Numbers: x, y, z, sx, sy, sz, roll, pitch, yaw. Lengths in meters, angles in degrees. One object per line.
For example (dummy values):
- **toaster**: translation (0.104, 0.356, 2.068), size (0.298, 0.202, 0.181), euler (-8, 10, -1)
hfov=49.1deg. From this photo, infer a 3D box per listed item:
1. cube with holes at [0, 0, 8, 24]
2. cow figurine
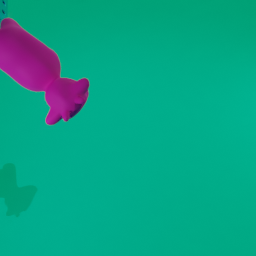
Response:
- **cube with holes**: translation (-3.153, -2.724, 5.863), size (0.848, 0.848, 0.848), euler (-14, 65, 7)
- **cow figurine**: translation (-1.388, -0.863, 4.365), size (0.916, 1.668, 1.641), euler (-47, 41, 4)
